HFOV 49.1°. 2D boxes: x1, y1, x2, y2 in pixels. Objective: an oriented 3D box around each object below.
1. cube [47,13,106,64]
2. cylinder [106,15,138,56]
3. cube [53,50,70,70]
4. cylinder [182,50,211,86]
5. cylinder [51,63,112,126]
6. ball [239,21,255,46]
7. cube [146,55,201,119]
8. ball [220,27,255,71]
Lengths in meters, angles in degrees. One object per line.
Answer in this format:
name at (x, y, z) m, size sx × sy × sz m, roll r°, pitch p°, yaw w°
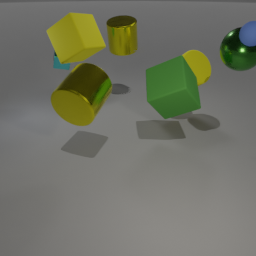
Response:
cube at (-2.001, -3.484, 10.950) m, size 1.400 × 1.400 × 1.400 m, roll -20°, pitch 6°, yaw 34°
cylinder at (-0.256, -4.333, 13.136) m, size 1.400 × 1.400 × 1.400 m, roll -3°, pitch 42°, yaw 2°
cube at (-2.891, -3.064, 12.282) m, size 0.700 × 0.700 × 0.700 m, roll 3°, pitch 56°, yaw -18°
cylinder at (2.412, -2.265, 11.459) m, size 1.400 × 1.400 × 1.400 m, roll -14°, pitch -3°, yaw -25°
cylinder at (-1.371, -1.012, 8.465) m, size 1.400 × 1.400 × 1.400 m, roll 11°, pitch 47°, yaw 19°
ball at (3.610, -2.741, 8.144) m, size 0.700 × 0.700 × 0.700 m, roll 0°, pitch 28°, yaw 0°
cube at (1.562, -1.363, 9.717) m, size 1.400 × 1.400 × 1.400 m, roll -17°, pitch 57°, yaw 28°
ball at (3.735, -2.576, 9.176) m, size 1.400 × 1.400 × 1.400 m, roll 0°, pitch 28°, yaw 0°
